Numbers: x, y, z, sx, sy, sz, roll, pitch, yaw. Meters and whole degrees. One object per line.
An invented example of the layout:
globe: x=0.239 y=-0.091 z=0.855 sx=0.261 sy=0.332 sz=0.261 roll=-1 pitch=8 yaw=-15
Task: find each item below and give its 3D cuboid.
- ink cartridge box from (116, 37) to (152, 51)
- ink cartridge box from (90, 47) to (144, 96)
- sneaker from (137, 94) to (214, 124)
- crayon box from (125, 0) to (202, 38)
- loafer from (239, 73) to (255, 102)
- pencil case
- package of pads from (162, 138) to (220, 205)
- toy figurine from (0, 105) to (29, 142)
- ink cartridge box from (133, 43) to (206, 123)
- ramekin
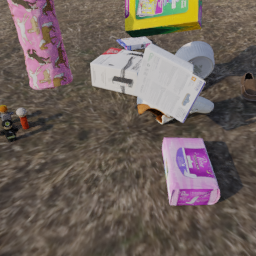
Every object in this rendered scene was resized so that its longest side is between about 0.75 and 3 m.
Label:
ink cartridge box: x=0.264 y=-3.770 z=12.494 sx=1.416 sy=0.297 sz=0.845 roll=-11 pitch=39 yaw=-19
ink cartridge box: x=0.034 y=-1.946 z=9.674 sx=2.156 sy=0.903 sz=1.556 roll=16 pitch=41 yaw=20
sneaker: x=1.358 y=-0.523 z=8.183 sx=2.303 sy=0.838 sz=0.975 roll=9 pitch=81 yaw=-8
crayon box: x=0.870 y=-3.423 z=6.885 sx=1.814 sy=2.103 sz=0.613 roll=1 pitch=-1 yaw=22
loafer: x=4.021 y=-1.379 z=9.268 sx=0.533 sy=0.518 sz=1.460 roll=2 pitch=38 yaw=2
pencil case: x=-1.894 y=-2.057 z=5.889 sx=1.070 sy=2.472 sz=1.023 roll=4 pitch=31 yaw=23
package of pads: x=1.345 y=0.910 z=6.268 sx=1.008 sy=0.633 sz=1.673 roll=0 pitch=38 yaw=0
toy figurine: x=-3.282 y=-0.166 z=7.616 sx=0.936 sy=0.662 sz=0.951 roll=13 pitch=41 yaw=16
ink cartridge box: x=0.870 y=-0.929 z=6.069 sx=1.403 sy=1.400 sz=0.285 roll=33 pitch=54 yaw=11
ramekin: x=2.342 y=-2.241 z=9.737 sx=1.412 sy=1.412 sz=0.658 roll=-4 pitch=49 yaw=-5
